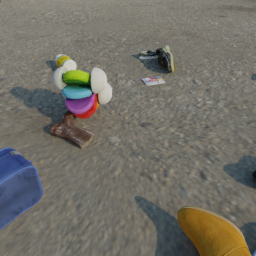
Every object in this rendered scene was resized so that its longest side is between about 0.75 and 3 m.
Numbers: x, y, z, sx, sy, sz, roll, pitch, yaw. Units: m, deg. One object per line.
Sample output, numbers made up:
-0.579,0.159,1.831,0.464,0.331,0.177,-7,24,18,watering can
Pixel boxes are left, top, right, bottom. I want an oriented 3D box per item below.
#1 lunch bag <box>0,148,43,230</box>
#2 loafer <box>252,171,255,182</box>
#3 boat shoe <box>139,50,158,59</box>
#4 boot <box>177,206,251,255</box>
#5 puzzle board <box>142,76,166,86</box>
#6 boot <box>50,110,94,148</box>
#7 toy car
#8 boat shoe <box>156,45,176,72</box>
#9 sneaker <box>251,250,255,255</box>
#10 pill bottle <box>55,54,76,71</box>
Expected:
-3.144,1.401,6.843,1.302,1.337,1.969,27,43,32,lunch bag
4.627,1.145,7.604,2.471,0.881,0.902,-4,35,-5,loafer
1.205,-4.071,15.376,1.256,0.445,0.453,-15,38,-20,boat shoe
1.645,2.784,5.201,2.712,0.954,1.942,31,43,29,boot
1.199,-2.210,13.063,0.928,0.081,0.700,-11,36,-14,puzzle board
-1.653,-0.018,9.582,1.547,0.497,1.442,17,51,27,boot
-1.591,-1.138,9.638,1.794,2.050,1.537,5,72,10,toy car
1.896,-3.462,14.267,0.799,0.903,2.466,-11,32,5,boat shoe
3.245,2.666,5.678,1.676,0.631,0.739,-12,37,-16,sneaker
-3.137,-3.226,13.950,0.710,0.710,1.260,-21,40,-26,pill bottle
